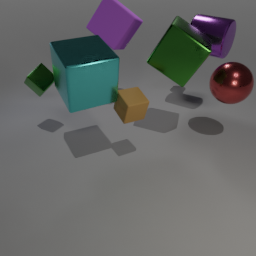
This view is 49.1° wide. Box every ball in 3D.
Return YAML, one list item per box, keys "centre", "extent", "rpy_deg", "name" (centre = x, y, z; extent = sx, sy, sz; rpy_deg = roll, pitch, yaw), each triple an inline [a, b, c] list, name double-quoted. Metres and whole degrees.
- centre: [3.444, -1.495, 9.356]
  extent: [1.400, 1.400, 1.400]
  rpy_deg: [0, 29, 0]
  name: "ball"

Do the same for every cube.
- centre: [-0.486, -4.029, 10.869]
  extent: [1.400, 1.400, 1.400]
  rpy_deg: [39, 22, 1]
  name: "cube"
- centre: [1.632, -2.422, 8.799]
  extent: [1.400, 1.400, 1.400]
  rpy_deg: [34, 33, -5]
  name: "cube"
- centre: [-2.886, -1.576, 9.252]
  extent: [0.700, 0.700, 0.700]
  rpy_deg: [-54, 17, -24]
  name: "cube"
- centre: [0.085, -0.655, 8.009]
  extent: [0.700, 0.700, 0.700]
  rpy_deg: [-15, 52, -27]
  name: "cube"
- centre: [-1.166, -1.485, 7.543]
  extent: [1.400, 1.400, 1.400]
  rpy_deg: [-17, 47, -22]
  name: "cube"

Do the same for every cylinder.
- centre: [3.136, -3.459, 10.559]
  extent: [1.400, 1.400, 1.400]
  rpy_deg: [22, 36, 28]
  name: "cylinder"
